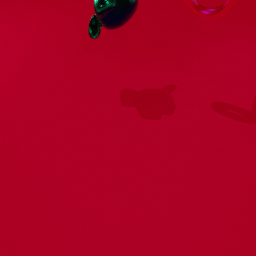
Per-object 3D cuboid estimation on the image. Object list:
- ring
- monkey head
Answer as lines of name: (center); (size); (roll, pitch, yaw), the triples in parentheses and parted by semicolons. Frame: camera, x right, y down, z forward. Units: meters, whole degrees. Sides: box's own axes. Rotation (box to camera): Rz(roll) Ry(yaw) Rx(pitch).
ring: (1.784, -2.900, 6.070); (1.236, 1.236, 0.247); (15, 64, 12)
monkey head: (-0.449, -3.045, 6.537); (1.343, 1.125, 1.867); (42, 90, 5)
